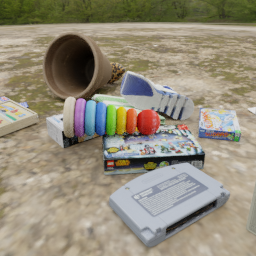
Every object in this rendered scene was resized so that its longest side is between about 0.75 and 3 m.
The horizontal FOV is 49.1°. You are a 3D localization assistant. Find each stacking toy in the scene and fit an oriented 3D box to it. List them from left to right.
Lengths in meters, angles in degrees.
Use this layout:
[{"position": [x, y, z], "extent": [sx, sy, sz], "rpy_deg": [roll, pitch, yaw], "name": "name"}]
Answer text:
[{"position": [-0.438, -0.273, 8.327], "extent": [2.812, 1.200, 1.200], "rpy_deg": [2, 25, -5], "name": "stacking toy"}]

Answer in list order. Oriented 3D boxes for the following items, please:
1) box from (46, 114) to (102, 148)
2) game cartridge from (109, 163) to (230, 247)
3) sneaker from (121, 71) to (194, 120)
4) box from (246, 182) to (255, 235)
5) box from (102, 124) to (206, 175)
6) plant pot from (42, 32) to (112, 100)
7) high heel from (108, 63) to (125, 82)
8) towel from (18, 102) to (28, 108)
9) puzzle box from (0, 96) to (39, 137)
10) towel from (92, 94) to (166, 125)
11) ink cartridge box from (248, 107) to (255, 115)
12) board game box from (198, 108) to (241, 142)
[{"position": [-1.547, -0.130, 9.723], "extent": [2.179, 0.655, 1.271], "rpy_deg": [-18, 31, -33], "name": "box"}, {"position": [0.906, 1.579, 6.433], "extent": [2.458, 0.510, 1.637], "rpy_deg": [-16, 26, -30], "name": "game cartridge"}, {"position": [1.064, -1.262, 11.269], "extent": [2.939, 1.187, 1.697], "rpy_deg": [21, 13, -10], "name": "sneaker"}, {"position": [2.973, 1.267, 5.319], "extent": [0.757, 1.946, 0.924], "rpy_deg": [-19, 31, -34], "name": "box"}, {"position": [0.637, 0.565, 8.389], "extent": [2.795, 0.557, 1.914], "rpy_deg": [-3, 26, -6], "name": "box"}, {"position": [-2.087, -2.793, 13.363], "extent": [2.985, 2.985, 2.603], "rpy_deg": [11, 9, 22], "name": "plant pot"}, {"position": [-1.606, -2.885, 14.868], "extent": [2.046, 1.025, 2.871], "rpy_deg": [-11, 11, -36], "name": "high heel"}, {"position": [-4.770, -0.950, 12.076], "extent": [0.835, 0.100, 0.605], "rpy_deg": [-12, 28, -23], "name": "towel"}, {"position": [-4.947, -0.476, 10.683], "extent": [2.827, 0.359, 1.881], "rpy_deg": [22, 36, 38], "name": "puzzle box"}, {"position": [-0.016, -0.749, 10.849], "extent": [2.012, 0.309, 2.638], "rpy_deg": [4, 20, -37], "name": "towel"}, {"position": [5.940, -0.714, 10.811], "extent": [1.332, 0.772, 2.287], "rpy_deg": [-9, 27, -18], "name": "ink cartridge box"}, {"position": [3.263, -0.173, 10.169], "extent": [1.354, 0.345, 2.000], "rpy_deg": [6, 26, 12], "name": "board game box"}]
